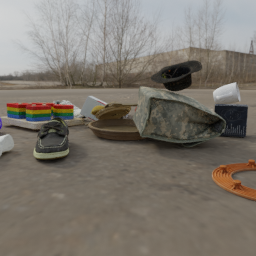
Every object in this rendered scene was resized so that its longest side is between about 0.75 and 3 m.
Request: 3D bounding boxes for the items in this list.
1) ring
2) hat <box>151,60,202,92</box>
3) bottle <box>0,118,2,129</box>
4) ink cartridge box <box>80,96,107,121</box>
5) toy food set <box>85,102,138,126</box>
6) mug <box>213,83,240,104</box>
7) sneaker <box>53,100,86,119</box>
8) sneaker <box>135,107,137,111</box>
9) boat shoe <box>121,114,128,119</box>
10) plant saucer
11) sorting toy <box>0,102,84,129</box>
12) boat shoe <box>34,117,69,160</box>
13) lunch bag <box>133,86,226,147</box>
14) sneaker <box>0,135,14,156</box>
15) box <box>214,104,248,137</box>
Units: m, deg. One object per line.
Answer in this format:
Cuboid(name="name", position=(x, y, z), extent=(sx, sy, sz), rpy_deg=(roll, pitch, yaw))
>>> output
Cuboid(name="ring", position=(2.735, 0.962, 5.431), extent=(2.131, 0.204, 2.131), rpy_deg=(0, 11, 0))
Cuboid(name="hat", position=(1.484, -1.452, 8.358), extent=(1.521, 0.614, 1.521), rpy_deg=(-16, 26, 8))
Cuboid(name="bottle", position=(-5.085, -0.018, 9.447), extent=(0.869, 0.679, 2.079), rpy_deg=(-3, 10, 2))
Cuboid(name="ink cartridge box", position=(-1.482, -0.860, 12.375), extent=(0.867, 0.863, 1.194), rpy_deg=(26, 7, -2))
Cuboid(name="toy food set", position=(-0.635, -0.710, 11.008), extent=(1.581, 0.460, 2.291), rpy_deg=(-4, -16, -38))
Cuboid(name="mug", position=(7.205, -2.416, 20.647), extent=(1.702, 1.433, 1.942), rpy_deg=(-12, 7, 29))
Cuboid(name="sneaker", position=(-2.886, -0.868, 13.602), extent=(2.258, 0.915, 0.849), rpy_deg=(8, 11, 33))
Cuboid(name="sneaker", position=(1.133, -0.626, 13.484), extent=(0.946, 0.641, 1.637), rpy_deg=(2, 19, -42))
Cuboid(name="boat shoe", position=(-0.325, -0.850, 14.382), extent=(0.638, 0.673, 1.924), rpy_deg=(2, 18, 2))
Cuboid(name="plant saucer", position=(-0.166, 0.027, 9.955), extent=(2.474, 0.364, 2.474), rpy_deg=(1, 11, 0))
Cuboid(name="sorting toy", position=(-3.609, -0.624, 11.913), extent=(2.517, 0.876, 2.502), rpy_deg=(8, 10, 37))
Cuboid(name="boat shoe", position=(-2.094, 0.204, 7.762), extent=(0.919, 0.845, 2.572), rpy_deg=(-2, 10, -9))
Cuboid(name="lunch bag", position=(1.525, -0.339, 8.631), extent=(2.449, 1.440, 2.009), rpy_deg=(9, 15, -9))
Cuboid(name="sneaker", position=(-3.583, 0.538, 7.114), extent=(0.699, 0.594, 1.579), rpy_deg=(-11, 3, 6))
Cuboid(name="box", position=(3.546, -0.280, 9.754), extent=(1.074, 1.092, 0.677), rpy_deg=(4, 9, 17))
